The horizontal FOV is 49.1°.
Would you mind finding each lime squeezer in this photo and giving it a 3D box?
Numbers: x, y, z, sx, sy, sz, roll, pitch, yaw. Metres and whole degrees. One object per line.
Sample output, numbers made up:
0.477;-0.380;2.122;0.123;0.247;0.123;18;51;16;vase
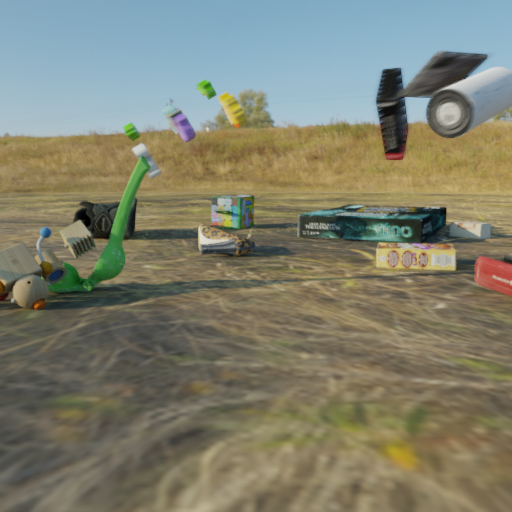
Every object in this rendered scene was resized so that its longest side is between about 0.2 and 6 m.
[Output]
-2.650;0.032;7.824;3.410;1.204;0.643;-29;34;10;lime squeezer

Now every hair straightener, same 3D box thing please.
4.011;0.382;7.073;0.952;0.506;2.475;-4;9;-24;hair straightener

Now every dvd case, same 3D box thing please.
3.870;-3.737;11.679;1.134;0.122;1.525;-2;-15;-15;dvd case

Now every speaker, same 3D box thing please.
3.910;-2.767;9.984;0.857;0.857;2.111;8;29;43;speaker

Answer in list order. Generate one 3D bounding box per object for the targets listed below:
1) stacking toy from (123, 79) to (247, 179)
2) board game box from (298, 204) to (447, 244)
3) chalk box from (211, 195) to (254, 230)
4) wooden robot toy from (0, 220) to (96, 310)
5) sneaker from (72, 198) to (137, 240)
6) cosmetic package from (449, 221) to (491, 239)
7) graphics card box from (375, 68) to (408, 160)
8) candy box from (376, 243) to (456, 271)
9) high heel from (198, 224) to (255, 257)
-1.778;-3.066;13.122;2.439;0.760;3.234;-31;30;-4;stacking toy
3.430;-0.973;15.712;3.129;0.651;4.626;4;10;26;board game box
-0.768;-1.322;17.011;0.984;0.977;1.576;5;10;20;chalk box
-2.879;0.351;7.151;2.023;0.891;0.918;-27;63;-37;wooden robot toy
-3.977;-1.062;14.954;1.562;1.042;2.727;6;13;-7;sneaker
5.563;-0.678;14.575;0.474;0.400;0.917;-6;11;-36;cosmetic package
3.193;-3.279;13.055;0.465;1.147;1.829;3;-35;23;graphics card box
2.873;0.000;10.114;1.350;0.381;0.788;0;9;15;candy box
-0.644;-0.341;11.731;1.108;0.555;1.554;-3;20;-8;high heel
